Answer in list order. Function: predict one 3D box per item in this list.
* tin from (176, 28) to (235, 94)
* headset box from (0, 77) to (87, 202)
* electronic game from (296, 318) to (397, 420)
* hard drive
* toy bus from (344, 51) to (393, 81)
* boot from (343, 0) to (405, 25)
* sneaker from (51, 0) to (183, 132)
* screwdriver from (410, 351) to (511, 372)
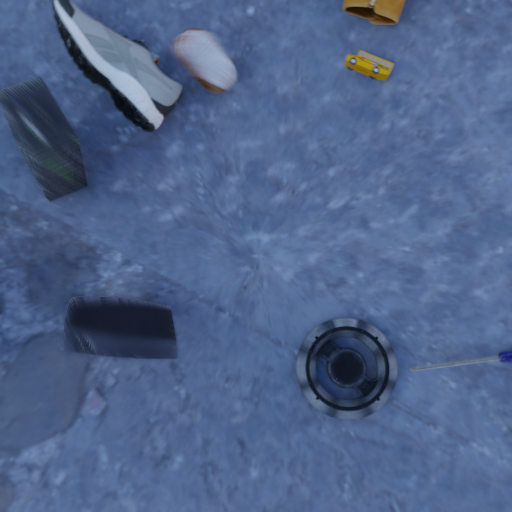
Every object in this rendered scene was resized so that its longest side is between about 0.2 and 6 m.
[{"bbox_3d":[-0.856,-3.396,9.733,1.197,0.251,0.670,46,67,-19],"label":"tin"},{"bbox_3d":[-3.421,-1.872,9.045,0.722,1.557,1.356,-28,75,-20],"label":"headset box"},{"bbox_3d":[1.528,1.899,9.488,1.704,0.355,1.704,-1,80,4],"label":"electronic game"},{"bbox_3d":[-2.144,1.117,8.951,1.747,1.178,0.370,8,120,-20],"label":"hard drive"},{"bbox_3d":[2.026,-3.450,10.123,0.823,0.268,0.322,23,84,2],"label":"toy bus"},{"bbox_3d":[2.671,-4.948,10.128,2.125,0.748,1.521,6,89,5],"label":"boot"},{"bbox_3d":[-2.462,-3.473,9.839,2.811,1.039,1.114,46,76,-2],"label":"sneaker"},{"bbox_3d":[3.926,1.763,9.556,2.657,0.387,0.371,-8,83,3],"label":"screwdriver"}]
